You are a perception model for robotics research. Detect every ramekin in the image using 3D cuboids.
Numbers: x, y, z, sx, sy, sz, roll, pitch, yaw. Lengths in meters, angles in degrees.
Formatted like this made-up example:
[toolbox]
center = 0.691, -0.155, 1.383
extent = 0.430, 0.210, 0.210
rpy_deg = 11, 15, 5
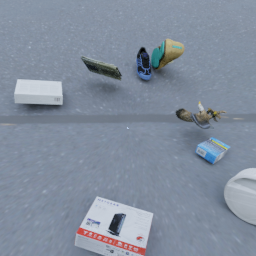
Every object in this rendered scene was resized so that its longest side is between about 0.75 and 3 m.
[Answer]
[ramekin]
center = 2.623, 1.354, 5.734
extent = 1.169, 1.169, 0.545
rpy_deg = 28, 41, 27

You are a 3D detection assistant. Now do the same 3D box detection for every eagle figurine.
[eagle figurine]
center = 1.873, -0.294, 7.359
extent = 1.058, 0.803, 0.798
rpy_deg = -19, 70, -21

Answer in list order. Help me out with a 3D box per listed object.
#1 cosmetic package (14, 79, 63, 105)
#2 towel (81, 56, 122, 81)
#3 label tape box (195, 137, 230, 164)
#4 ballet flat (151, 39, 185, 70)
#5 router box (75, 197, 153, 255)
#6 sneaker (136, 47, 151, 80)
[cosmetic package]
center = -2.746, -1.125, 8.693
extent = 1.370, 0.354, 1.033
rpy_deg = 1, 35, -16
[towel]
center = -0.798, -1.911, 8.910
extent = 1.233, 1.188, 0.213
rpy_deg = 19, 84, 9
[label tape box]
center = 2.196, 0.559, 7.242
extent = 0.567, 0.261, 0.791
rpy_deg = 34, 35, 32
[ballet flat]
center = 1.331, -2.452, 9.606
extent = 0.759, 0.826, 2.407
rpy_deg = 2, 7, -5
[router box]
center = -0.223, 1.916, 5.341
extent = 1.247, 0.305, 1.119
rpy_deg = 14, 24, 7
[sneaker]
center = 0.562, -2.319, 9.954
extent = 0.482, 0.535, 1.375
rpy_deg = -2, 49, -14
